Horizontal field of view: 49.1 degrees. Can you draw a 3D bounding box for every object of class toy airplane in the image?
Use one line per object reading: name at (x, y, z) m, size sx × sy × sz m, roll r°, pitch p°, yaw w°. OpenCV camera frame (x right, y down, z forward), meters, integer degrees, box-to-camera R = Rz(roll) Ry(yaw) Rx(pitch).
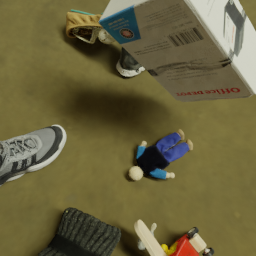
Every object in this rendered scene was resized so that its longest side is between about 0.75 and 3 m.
toy airplane at (0.879, 2.968, 5.892) m, size 1.792 × 1.270 × 1.799 m, roll 21°, pitch 48°, yaw -25°

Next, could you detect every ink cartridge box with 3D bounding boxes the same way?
ink cartridge box at (1.138, -1.745, 5.451) m, size 1.978 × 2.727 × 1.141 m, roll 2°, pitch 62°, yaw 49°

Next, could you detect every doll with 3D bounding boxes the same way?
doll at (0.830, 0.798, 7.356) m, size 1.846 × 0.447 × 1.260 m, roll -30°, pitch 67°, yaw -14°

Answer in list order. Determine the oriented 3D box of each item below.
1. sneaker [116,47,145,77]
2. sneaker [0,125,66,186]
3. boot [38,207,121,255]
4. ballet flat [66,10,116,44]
sneaker at (0.880, -2.664, 8.521) m, size 2.830 × 1.280 × 0.940 m, roll -34°, pitch 70°, yaw -15°
sneaker at (-2.831, 0.555, 6.867) m, size 2.685 × 1.528 × 1.013 m, roll -30°, pitch 68°, yaw -13°
boot at (-1.795, 2.720, 6.049) m, size 2.922 × 1.099 × 2.184 m, roll 19°, pitch 73°, yaw -3°
ballet flat at (-0.801, -2.993, 8.519) m, size 2.961 × 1.016 × 0.933 m, roll 21°, pitch 99°, yaw 38°
